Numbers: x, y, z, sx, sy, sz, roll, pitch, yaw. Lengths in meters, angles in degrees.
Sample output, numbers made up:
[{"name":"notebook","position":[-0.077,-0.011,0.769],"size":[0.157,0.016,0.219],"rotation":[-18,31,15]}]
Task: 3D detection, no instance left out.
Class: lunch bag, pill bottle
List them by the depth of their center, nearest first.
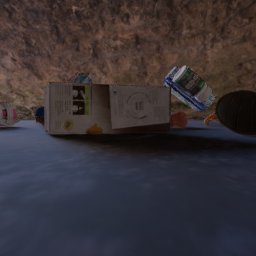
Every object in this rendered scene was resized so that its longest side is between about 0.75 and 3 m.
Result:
[{"name":"pill bottle","position":[1.777,-1.196,7.701],"size":[1.007,0.569,0.569],"rotation":[37,-7,-13]},{"name":"lunch bag","position":[2.119,-1.341,9.923],"size":[1.808,0.745,1.453],"rotation":[39,1,1]}]

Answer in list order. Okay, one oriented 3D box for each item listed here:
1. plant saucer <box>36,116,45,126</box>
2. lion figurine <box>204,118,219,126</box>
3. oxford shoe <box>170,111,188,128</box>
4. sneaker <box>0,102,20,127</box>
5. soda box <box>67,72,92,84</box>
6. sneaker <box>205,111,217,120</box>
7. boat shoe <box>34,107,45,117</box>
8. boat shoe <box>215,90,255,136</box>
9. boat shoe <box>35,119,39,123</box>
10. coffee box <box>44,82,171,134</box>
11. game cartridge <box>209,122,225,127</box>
[{"name":"plant saucer","position":[-2.877,-0.305,12.732],"size":[2.559,0.468,2.559],"rotation":[1,1,0]},{"name":"lion figurine","position":[4.200,-0.337,13.589],"size":[1.013,0.367,0.621],"rotation":[-4,-17,11]},{"name":"oxford shoe","position":[1.665,-0.313,10.734],"size":[0.662,0.635,1.794],"rotation":[-1,0,44]},{"name":"sneaker","position":[-5.353,-0.630,11.529],"size":[1.296,1.195,2.939],"rotation":[-2,3,-2]},{"name":"soda box","position":[-2.211,-1.312,10.870],"size":[0.724,0.673,2.118],"rotation":[12,47,23]},{"name":"sneaker","position":[5.159,-0.556,13.868],"size":[2.713,1.047,0.990],"rotation":[-16,-21,10]},{"name":"boat shoe","position":[-4.197,-0.610,16.418],"size":[2.733,0.987,0.989],"rotation":[11,-9,-34]},{"name":"boat shoe","position":[3.009,-0.221,5.695],"size":[0.894,0.946,2.631],"rotation":[5,7,-31]},{"name":"boat shoe","position":[-5.698,-0.598,19.923],"size":[1.804,0.539,0.645],"rotation":[-2,3,-44]},{"name":"coffee box","position":[-0.537,-0.430,6.775],"size":[2.780,1.108,1.590],"rotation":[-1,2,-19]},{"name":"game cartridge","position":[4.243,-0.182,12.706],"size":[0.832,0.260,1.250],"rotation":[8,7,43]}]
